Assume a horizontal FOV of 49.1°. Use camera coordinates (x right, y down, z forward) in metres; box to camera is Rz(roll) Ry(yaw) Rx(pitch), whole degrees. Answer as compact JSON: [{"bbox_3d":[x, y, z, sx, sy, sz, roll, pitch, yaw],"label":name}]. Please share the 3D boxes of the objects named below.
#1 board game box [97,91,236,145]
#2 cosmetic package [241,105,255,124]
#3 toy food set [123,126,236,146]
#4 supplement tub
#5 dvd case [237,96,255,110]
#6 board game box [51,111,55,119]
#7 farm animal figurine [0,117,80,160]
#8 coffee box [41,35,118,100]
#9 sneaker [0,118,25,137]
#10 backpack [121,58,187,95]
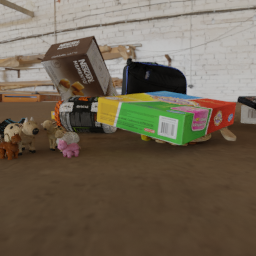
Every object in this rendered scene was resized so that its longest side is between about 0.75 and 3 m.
[{"bbox_3d":[1.033,-0.390,6.769,2.203,0.581,2.879,15,18,35],"label":"board game box"},{"bbox_3d":[5.635,-0.578,11.429,2.084,0.743,1.057,-6,9,-37],"label":"cosmetic package"},{"bbox_3d":[1.179,0.151,7.003,2.677,0.537,1.848,6,15,5],"label":"toy food set"},{"bbox_3d":[-1.253,-0.412,8.613,1.801,1.103,1.103,1,7,11],"label":"supplement tub"},{"bbox_3d":[5.471,-0.527,9.517,2.034,0.250,2.851,-4,27,-29],"label":"dvd case"},{"bbox_3d":[-2.529,-0.656,13.625,1.868,0.377,1.430,2,7,17],"label":"board game box"},{"bbox_3d":[-1.714,0.135,5.547,1.485,0.747,1.199,-2,7,-14],"label":"farm animal figurine"},{"bbox_3d":[-1.388,-1.419,9.210,1.576,2.756,1.099,-6,44,17],"label":"coffee box"},{"bbox_3d":[-3.406,-0.008,7.676,1.289,0.528,0.472,-4,8,-25],"label":"sneaker"},{"bbox_3d":[1.138,-1.703,13.007,2.886,2.641,2.121,2,6,-10],"label":"backpack"}]
